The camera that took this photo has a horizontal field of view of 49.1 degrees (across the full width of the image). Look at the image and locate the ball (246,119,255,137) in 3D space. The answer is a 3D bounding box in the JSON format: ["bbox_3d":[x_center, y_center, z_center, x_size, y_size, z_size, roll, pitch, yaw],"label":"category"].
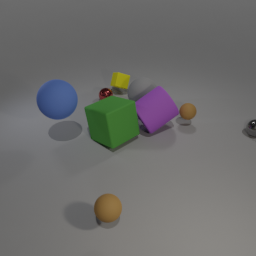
[{"bbox_3d":[5.049,0.005,11.093,0.700,0.700,0.700,0,32,0],"label":"ball"}]

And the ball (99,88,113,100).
[{"bbox_3d":[-1.083,-1.613,13.712,0.700,0.700,0.700,0,32,0],"label":"ball"}]

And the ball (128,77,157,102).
[{"bbox_3d":[0.677,-1.584,12.710,1.400,1.400,1.400,0,32,0],"label":"ball"}]

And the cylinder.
[{"bbox_3d":[1.074,-0.726,11.182,1.400,1.400,1.400,-36,37,1],"label":"cylinder"}]

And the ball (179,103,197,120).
[{"bbox_3d":[2.483,-0.686,11.608,0.700,0.700,0.700,0,32,0],"label":"ball"}]

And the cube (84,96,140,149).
[{"bbox_3d":[-0.593,-0.273,10.659,1.400,1.400,1.400,-28,31,-34],"label":"cube"}]

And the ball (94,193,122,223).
[{"bbox_3d":[-0.499,1.992,6.982,0.700,0.700,0.700,0,32,0],"label":"ball"}]

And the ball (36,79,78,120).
[{"bbox_3d":[-2.465,-0.989,9.783,1.400,1.400,1.400,0,32,0],"label":"ball"}]

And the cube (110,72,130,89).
[{"bbox_3d":[-0.401,-2.416,14.311,0.700,0.700,0.700,11,5,-27],"label":"cube"}]
